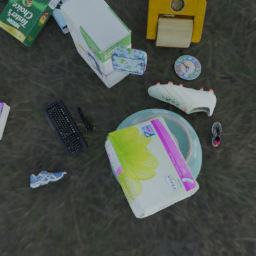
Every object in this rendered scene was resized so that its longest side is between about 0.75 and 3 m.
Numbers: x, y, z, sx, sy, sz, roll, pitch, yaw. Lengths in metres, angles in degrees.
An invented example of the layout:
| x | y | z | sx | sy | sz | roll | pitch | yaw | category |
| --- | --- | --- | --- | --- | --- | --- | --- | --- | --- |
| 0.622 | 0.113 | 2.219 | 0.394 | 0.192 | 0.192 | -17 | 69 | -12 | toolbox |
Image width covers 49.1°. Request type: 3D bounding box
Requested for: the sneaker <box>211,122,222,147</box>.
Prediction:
| x | y | z | sx | sy | sz | roll | pitch | yaw | category |
| --- | --- | --- | --- | --- | --- | --- | --- | --- | --- |
| 2.874 | 0.185 | 8.964 | 0.323 | 0.299 | 0.801 | 6 | 75 | 2 | sneaker |

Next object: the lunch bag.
| x | y | z | sx | sy | sz | roll | pitch | yaw | category |
| --- | --- | --- | --- | --- | --- | --- | --- | --- | --- |
| 0.032 | -1.574 | 6.658 | 0.822 | 0.661 | 0.339 | 11 | 67 | 4 | lunch bag |

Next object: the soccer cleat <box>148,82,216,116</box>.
| x | y | z | sx | sy | sz | roll | pitch | yaw | category |
| --- | --- | --- | --- | --- | --- | --- | --- | --- | --- |
| 1.736 | -0.920 | 9.035 | 2.225 | 0.771 | 0.863 | 8 | 78 | -1 | soccer cleat |

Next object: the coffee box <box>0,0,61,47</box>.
| x | y | z | sx | sy | sz | roll | pitch | yaw | category |
| --- | --- | --- | --- | --- | --- | --- | --- | --- | --- |
| -3.371 | -4.120 | 9.634 | 1.395 | 0.499 | 2.269 | 37 | 95 | 11 | coffee box |

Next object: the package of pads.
| x | y | z | sx | sy | sz | roll | pitch | yaw | category |
| --- | --- | --- | --- | --- | --- | --- | --- | --- | --- |
| 0.504 | 0.905 | 6.799 | 1.638 | 0.723 | 2.120 | -19 | 70 | -22 | package of pads |

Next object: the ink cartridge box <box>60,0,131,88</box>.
| x | y | z | sx | sy | sz | roll | pitch | yaw | category |
| --- | --- | --- | --- | --- | --- | --- | --- | --- | --- |
| -0.830 | -2.584 | 8.528 | 1.106 | 2.527 | 1.836 | -38 | 80 | -6 | ink cartridge box |

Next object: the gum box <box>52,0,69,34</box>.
| x | y | z | sx | sy | sz | roll | pitch | yaw | category |
| --- | --- | --- | --- | --- | --- | --- | --- | --- | --- |
| -2.065 | -4.645 | 10.119 | 1.718 | 0.450 | 2.022 | -31 | 78 | -8 | gum box |

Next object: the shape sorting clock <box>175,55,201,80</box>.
| x | y | z | sx | sy | sz | roll | pitch | yaw | category |
| --- | --- | --- | --- | --- | --- | --- | --- | --- | --- |
| 2.054 | -2.080 | 9.604 | 0.914 | 0.179 | 0.914 | 0 | 76 | 0 | shape sorting clock |

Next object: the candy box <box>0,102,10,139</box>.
| x | y | z | sx | sy | sz | roll | pitch | yaw | category |
| --- | --- | --- | --- | --- | --- | --- | --- | --- | --- |
| -4.663 | -0.312 | 8.992 | 1.345 | 0.481 | 1.128 | 8 | 76 | 2 | candy box |

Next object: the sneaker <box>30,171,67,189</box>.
| x | y | z | sx | sy | sz | roll | pitch | yaw | category |
| --- | --- | --- | --- | --- | --- | --- | --- | --- | --- |
| -2.453 | 1.502 | 8.558 | 1.135 | 0.430 | 0.437 | -16 | 80 | -5 | sneaker |

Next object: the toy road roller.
| x | y | z | sx | sy | sz | roll | pitch | yaw | category |
| --- | --- | --- | --- | --- | --- | --- | --- | --- | --- |
| 1.611 | -4.340 | 9.608 | 1.775 | 2.109 | 2.889 | 4 | 113 | 1 | toy road roller |

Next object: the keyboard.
| x | y | z | sx | sy | sz | roll | pitch | yaw | category |
| --- | --- | --- | --- | --- | --- | --- | --- | --- | --- |
| -1.852 | -0.130 | 9.107 | 1.204 | 0.195 | 1.894 | -31 | 79 | -7 | keyboard |

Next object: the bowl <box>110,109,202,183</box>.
| x | y | z | sx | sy | sz | roll | pitch | yaw | category |
| --- | --- | --- | --- | --- | --- | --- | --- | --- | --- |
| 0.862 | 0.622 | 8.215 | 2.964 | 1.550 | 2.964 | 0 | 75 | 1 | bowl |
